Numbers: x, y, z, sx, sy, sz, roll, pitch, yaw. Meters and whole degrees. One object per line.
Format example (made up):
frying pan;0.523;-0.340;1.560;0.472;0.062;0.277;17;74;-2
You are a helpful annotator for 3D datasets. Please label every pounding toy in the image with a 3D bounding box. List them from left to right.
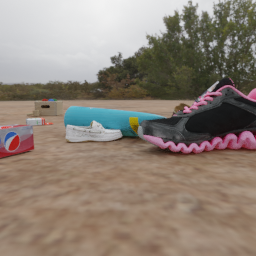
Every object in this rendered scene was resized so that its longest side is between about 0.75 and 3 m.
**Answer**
pounding toy;-4.285;-1.031;13.986;1.577;0.822;1.796;1;7;3

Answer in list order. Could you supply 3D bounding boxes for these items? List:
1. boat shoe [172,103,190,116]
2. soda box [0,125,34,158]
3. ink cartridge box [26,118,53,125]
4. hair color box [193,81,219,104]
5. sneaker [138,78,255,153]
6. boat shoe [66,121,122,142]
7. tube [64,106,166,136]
boat shoe;2.118;-0.597;11.050;0.540;0.538;1.496;34;27;19
soda box;-2.334;0.256;4.713;0.544;0.493;1.554;2;8;27
ink cartridge box;-3.098;-0.230;9.840;0.888;0.223;0.484;-4;8;-24
hair color box;3.338;-1.130;11.120;1.579;0.790;0.478;-38;-16;-29
sneaker;1.599;-0.266;5.449;2.917;1.391;1.152;-3;9;-13
boat shoe;-0.760;0.066;6.443;1.318;0.457;0.467;-3;7;-20
tube;-0.240;-0.134;7.072;2.911;0.733;1.127;4;-14;26
